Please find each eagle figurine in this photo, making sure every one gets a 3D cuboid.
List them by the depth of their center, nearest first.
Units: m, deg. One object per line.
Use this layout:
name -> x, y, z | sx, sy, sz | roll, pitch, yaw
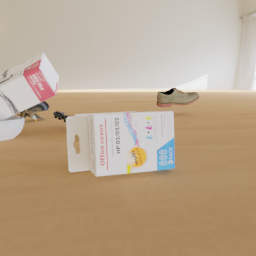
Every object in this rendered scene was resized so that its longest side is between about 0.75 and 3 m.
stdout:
eagle figurine -> -3.480, -0.558, 10.204 | 0.795, 0.791, 1.048 | -4, 17, 31

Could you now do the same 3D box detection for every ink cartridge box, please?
ink cartridge box -> -0.116, 0.231, 4.494 | 1.656, 0.954, 0.562 | -4, 3, -17
ink cartridge box -> -2.897, -1.018, 7.248 | 1.994, 0.846, 1.453 | -26, 31, 4
ink cartridge box -> -0.658, -0.173, 8.237 | 1.840, 0.606, 2.528 | -3, 12, -17

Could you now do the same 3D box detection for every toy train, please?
toy train -> -1.791, -0.272, 8.552 | 1.343, 0.229, 0.308 | 22, 28, 32

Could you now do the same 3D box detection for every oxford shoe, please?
oxford shoe -> 2.117, -1.349, 11.721 | 1.895, 0.708, 0.667 | -11, 29, -12

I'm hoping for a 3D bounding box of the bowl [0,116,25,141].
bowl -> -3.559, 0.006, 7.109 | 1.497, 0.560, 1.499 | 10, 15, 39
